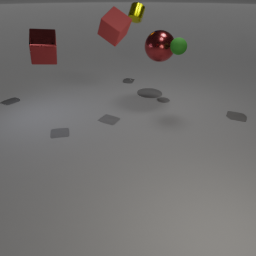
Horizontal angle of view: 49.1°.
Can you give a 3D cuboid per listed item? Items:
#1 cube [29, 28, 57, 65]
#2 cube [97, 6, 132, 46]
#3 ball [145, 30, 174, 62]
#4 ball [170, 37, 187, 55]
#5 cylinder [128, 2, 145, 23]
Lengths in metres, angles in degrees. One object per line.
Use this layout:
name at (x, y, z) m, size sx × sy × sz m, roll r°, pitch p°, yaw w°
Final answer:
cube at (-2.362, -2.265, 7.825) m, size 0.700 × 0.700 × 0.700 m, roll -3°, pitch 57°, yaw -14°
cube at (-0.411, -3.087, 8.536) m, size 0.700 × 0.700 × 0.700 m, roll 36°, pitch 63°, yaw 0°
ball at (1.455, -3.726, 12.754) m, size 1.400 × 1.400 × 1.400 m, roll 0°, pitch 28°, yaw 0°
ball at (2.106, -3.400, 11.653) m, size 0.700 × 0.700 × 0.700 m, roll 0°, pitch 28°, yaw 0°
cylinder at (0.405, -5.537, 13.471) m, size 0.700 × 0.700 × 0.700 m, roll 16°, pitch -6°, yaw 2°
